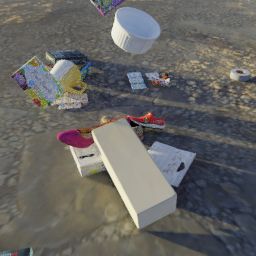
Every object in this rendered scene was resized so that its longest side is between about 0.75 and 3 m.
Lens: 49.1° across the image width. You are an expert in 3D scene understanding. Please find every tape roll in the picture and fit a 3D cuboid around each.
[{"bbox_3d":[5.428,-2.580,13.554,0.883,0.292,0.883,1,34,0],"label":"tape roll"}]

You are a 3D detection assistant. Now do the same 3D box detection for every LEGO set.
[{"bbox_3d":[1.075,-2.398,13.160,2.012,0.494,1.503,-5,38,-7],"label":"LEGO set"}]

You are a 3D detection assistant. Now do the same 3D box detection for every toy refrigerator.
[{"bbox_3d":[0.083,1.074,7.253,1.037,0.956,2.732,-23,50,-14],"label":"toy refrigerator"}]

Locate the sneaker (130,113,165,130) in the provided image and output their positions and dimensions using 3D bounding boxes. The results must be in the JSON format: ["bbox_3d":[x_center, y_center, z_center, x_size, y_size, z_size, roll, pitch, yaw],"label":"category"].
[{"bbox_3d":[0.650,-0.271,9.879,1.314,0.506,0.558,10,77,1],"label":"sneaker"}]

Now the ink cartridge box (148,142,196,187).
[{"bbox_3d":[1.076,1.098,8.148,1.364,0.346,1.548,17,39,25],"label":"ink cartridge box"}]

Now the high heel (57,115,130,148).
[{"bbox_3d":[-0.995,-0.005,8.526,2.254,1.083,0.760,0,33,-38],"label":"high heel"}]

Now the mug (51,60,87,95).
[{"bbox_3d":[-2.712,-2.077,11.956,1.576,1.262,1.294,2,36,18],"label":"mug"}]

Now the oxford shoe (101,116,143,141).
[{"bbox_3d":[-0.208,-0.162,9.704,1.793,0.671,0.632,22,40,28],"label":"oxford shoe"}]

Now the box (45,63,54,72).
[{"bbox_3d":[-3.865,-3.065,14.267,0.764,0.286,0.383,28,40,36],"label":"box"}]

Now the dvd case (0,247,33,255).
[{"bbox_3d":[-3.092,3.233,5.145,2.442,0.269,1.783,-7,35,-9],"label":"dvd case"}]

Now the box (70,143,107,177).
[{"bbox_3d":[-1.242,0.814,8.520,0.797,0.411,1.366,-14,37,-20],"label":"box"}]

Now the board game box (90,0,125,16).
[{"bbox_3d":[-0.629,-4.890,10.437,1.375,0.222,0.825,-39,77,-6],"label":"board game box"}]

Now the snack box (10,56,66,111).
[{"bbox_3d":[-2.730,-1.358,8.619,0.980,1.379,0.365,-41,23,-4],"label":"snack box"}]

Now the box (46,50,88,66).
[{"bbox_3d":[-3.251,-3.729,14.846,1.808,0.461,1.426,-12,35,-32],"label":"box"}]

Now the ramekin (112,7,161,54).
[{"bbox_3d":[0.167,-2.508,7.290,1.229,0.599,1.229,13,52,-17],"label":"ramekin"}]

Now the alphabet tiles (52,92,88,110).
[{"bbox_3d":[-2.434,-1.200,11.715,1.472,0.107,1.440,-6,35,-8],"label":"alphabet tiles"}]

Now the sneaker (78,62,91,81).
[{"bbox_3d":[-2.288,-2.815,13.634,0.680,0.582,1.641,17,40,12],"label":"sneaker"}]
